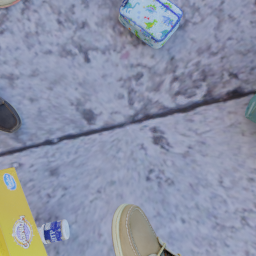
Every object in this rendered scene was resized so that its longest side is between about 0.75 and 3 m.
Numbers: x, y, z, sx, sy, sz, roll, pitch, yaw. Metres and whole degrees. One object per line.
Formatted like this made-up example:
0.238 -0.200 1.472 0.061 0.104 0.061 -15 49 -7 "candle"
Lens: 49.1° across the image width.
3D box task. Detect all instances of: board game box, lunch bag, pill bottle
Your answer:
-1.952 2.139 4.489 1.896 0.500 2.478 -39 72 39 "board game box"
0.599 -3.026 7.525 1.530 0.631 1.230 40 81 4 "lunch bag"
-1.862 2.538 6.798 0.786 0.470 0.470 -13 82 -1 "pill bottle"

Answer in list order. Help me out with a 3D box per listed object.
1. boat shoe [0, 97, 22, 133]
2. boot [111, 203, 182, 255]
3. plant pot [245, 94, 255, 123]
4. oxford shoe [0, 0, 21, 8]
-3.584 -0.636 7.107 2.030 0.744 0.756 41 84 5 "boat shoe"
0.954 2.307 4.545 1.980 0.923 2.560 -19 97 35 "boot"
4.233 -0.513 6.406 2.392 2.442 2.442 27 83 12 "plant pot"
-3.059 -3.973 7.647 1.681 0.621 0.595 -43 84 -6 "oxford shoe"
